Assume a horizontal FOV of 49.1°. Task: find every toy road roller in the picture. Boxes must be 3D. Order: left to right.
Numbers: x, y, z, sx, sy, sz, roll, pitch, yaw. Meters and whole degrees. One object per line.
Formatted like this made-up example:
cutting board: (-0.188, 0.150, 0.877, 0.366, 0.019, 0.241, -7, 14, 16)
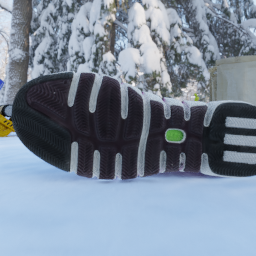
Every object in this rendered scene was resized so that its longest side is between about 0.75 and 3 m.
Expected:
toy road roller: (-3.055, -0.044, 7.287, 0.716, 0.850, 1.165, 4, -32, 51)

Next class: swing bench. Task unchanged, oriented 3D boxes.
swing bench: (3.370, -0.983, 8.914, 1.441, 2.210, 2.222, 0, 3, 9)

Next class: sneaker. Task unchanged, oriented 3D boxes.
sneaker: (0.126, 0.078, 3.217, 2.546, 0.963, 1.471, 10, -3, -5)

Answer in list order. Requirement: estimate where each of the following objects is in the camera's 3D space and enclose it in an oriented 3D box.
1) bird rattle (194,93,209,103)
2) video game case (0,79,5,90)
bird rattle: (3.810, -0.724, 12.828, 2.195, 1.516, 2.692, 16, 3, -12)
video game case: (-4.705, -0.716, 8.580, 1.634, 1.802, 0.410, 4, -26, 41)
